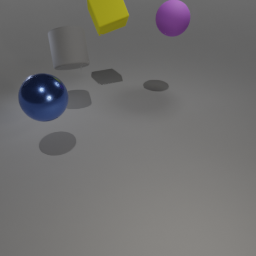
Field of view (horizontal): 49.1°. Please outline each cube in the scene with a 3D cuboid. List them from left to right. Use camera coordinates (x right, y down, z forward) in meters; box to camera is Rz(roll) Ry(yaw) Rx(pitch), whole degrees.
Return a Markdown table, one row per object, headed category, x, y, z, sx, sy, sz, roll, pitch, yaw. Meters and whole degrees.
| category | x | y | z | sx | sy | sz | roll | pitch | yaw |
| --- | --- | --- | --- | --- | --- | --- | --- | --- | --- |
| cube | -0.911 | -5.167 | 12.446 | 1.400 | 1.400 | 1.400 | -23 | 5 | -5 |

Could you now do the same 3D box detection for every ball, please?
| category | x | y | z | sx | sy | sz | roll | pitch | yaw |
| --- | --- | --- | --- | --- | --- | --- | --- | --- | --- |
| ball | -2.444 | -0.881 | 8.145 | 1.400 | 1.400 | 1.400 | 0 | 32 | 0 |
| ball | 1.824 | -4.457 | 11.408 | 1.400 | 1.400 | 1.400 | 0 | 32 | 0 |

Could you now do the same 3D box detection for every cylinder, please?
| category | x | y | z | sx | sy | sz | roll | pitch | yaw |
| --- | --- | --- | --- | --- | --- | --- | --- | --- | --- |
| cylinder | -2.296 | -3.076 | 10.919 | 1.400 | 1.400 | 1.400 | -9 | 5 | 1 |
